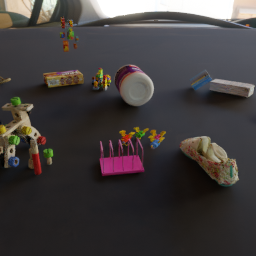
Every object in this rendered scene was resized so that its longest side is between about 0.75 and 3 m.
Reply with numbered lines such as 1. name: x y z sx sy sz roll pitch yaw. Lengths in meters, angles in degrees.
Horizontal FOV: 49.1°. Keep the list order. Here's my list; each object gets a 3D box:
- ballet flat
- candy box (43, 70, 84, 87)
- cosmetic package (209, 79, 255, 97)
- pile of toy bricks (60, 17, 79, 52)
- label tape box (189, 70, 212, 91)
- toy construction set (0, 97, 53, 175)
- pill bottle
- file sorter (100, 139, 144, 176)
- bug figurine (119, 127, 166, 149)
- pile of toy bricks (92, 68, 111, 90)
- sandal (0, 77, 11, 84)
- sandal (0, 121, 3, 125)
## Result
1. ballet flat: 1.947 0.596 6.772 0.787 0.665 2.080 -9 25 -19
2. candy box: -3.131 -2.405 13.613 1.731 0.489 1.010 -12 28 -21
3. cosmetic package: 4.514 -1.759 12.239 1.717 0.435 0.709 18 30 34
4. pile of toy bricks: -2.422 -3.859 11.678 0.767 1.383 0.683 -9 28 -19
5. label tape box: 3.277 -2.096 12.564 0.869 0.401 1.214 -33 19 19
6. toy construction set: -2.670 0.113 6.852 1.921 1.476 1.602 22 32 38
7. pill bottle: 0.160 -1.815 11.338 1.276 1.276 2.269 -5 25 -10
8. file sorter: -0.165 0.651 6.695 0.990 0.621 0.688 -4 24 -9
9. bug figurine: 0.460 0.290 7.846 1.316 0.339 1.020 10 20 29
10. pile of toy bricks: -1.288 -2.399 13.182 0.927 0.825 1.671 2 24 4
11. sandal: -6.565 -2.364 13.577 1.613 0.436 0.648 -1 24 -3
12. sandal: -4.801 -0.237 9.089 1.664 0.375 0.625 24 37 16
